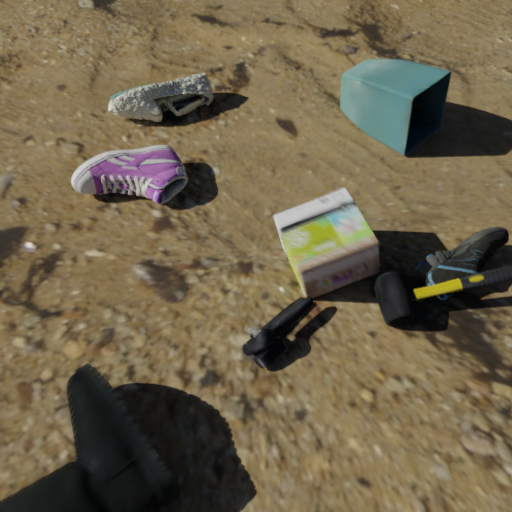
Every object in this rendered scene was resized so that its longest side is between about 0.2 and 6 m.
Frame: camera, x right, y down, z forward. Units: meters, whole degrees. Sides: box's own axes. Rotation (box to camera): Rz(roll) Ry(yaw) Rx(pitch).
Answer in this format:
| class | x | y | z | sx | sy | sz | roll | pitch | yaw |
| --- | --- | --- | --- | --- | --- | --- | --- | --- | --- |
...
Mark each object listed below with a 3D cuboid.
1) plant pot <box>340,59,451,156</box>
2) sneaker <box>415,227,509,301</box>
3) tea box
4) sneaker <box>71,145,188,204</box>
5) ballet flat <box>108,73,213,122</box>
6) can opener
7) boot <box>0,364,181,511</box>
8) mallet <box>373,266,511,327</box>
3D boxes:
| class | x | y | z | sx | sy | sz | roll | pitch | yaw |
| --- | --- | --- | --- | --- | --- | --- | --- | --- | --- |
| plant pot | 3.376 | -3.989 | 14.266 | 1.641 | 1.642 | 2.323 | -37 | 53 | -27 |
| sneaker | 4.288 | 0.147 | 11.309 | 2.186 | 0.800 | 0.895 | -26 | 69 | -13 |
| tea box | 1.401 | -0.243 | 11.135 | 1.604 | 1.072 | 1.578 | -22 | 52 | -1 |
| sneaker | -2.804 | -1.688 | 12.694 | 2.534 | 0.918 | 1.445 | -19 | 55 | -16 |
| ballet flat | -2.407 | -4.077 | 14.758 | 2.868 | 1.029 | 1.029 | -22 | 53 | -18 |
| can opener | 0.416 | 1.315 | 10.440 | 0.557 | 0.690 | 1.756 | -6 | 30 | 50 |
| boot | -2.802 | 3.258 | 8.303 | 2.396 | 1.082 | 2.924 | -31 | 59 | -26 |
| mallet | 3.712 | 0.440 | 10.663 | 2.992 | 0.616 | 0.985 | -20 | 61 | -1 |
